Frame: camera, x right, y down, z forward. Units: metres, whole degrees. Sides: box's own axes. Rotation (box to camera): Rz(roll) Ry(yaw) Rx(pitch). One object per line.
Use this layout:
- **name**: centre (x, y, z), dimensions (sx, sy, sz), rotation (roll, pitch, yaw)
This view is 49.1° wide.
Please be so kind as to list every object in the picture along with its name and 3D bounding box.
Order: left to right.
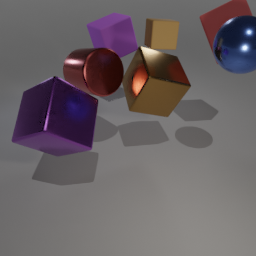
- **cube**: centre (-1.766, -0.202, 6.951), dimensions (1.400, 1.400, 1.400), rotation (-13, 62, 38)
- **cylinder**: centre (-1.075, -1.732, 8.607), dimensions (1.400, 1.400, 1.400), rotation (-21, 24, -32)
- **cube**: centre (-0.635, -3.751, 11.537), dimensions (1.400, 1.400, 1.400), rotation (-30, 37, -16)
- **cube**: centre (0.791, -1.364, 8.507), dimensions (1.400, 1.400, 1.400), rotation (7, 48, -25)
- **cube**: centre (0.875, -2.497, 7.424), dimensions (0.700, 0.700, 0.700), rotation (-2, 26, -12)
- **cube**: centre (3.308, -3.112, 9.127), dimensions (1.400, 1.400, 1.400), rotation (-21, -7, 20)
- **ball**: centre (2.845, -2.059, 6.984), dimensions (1.400, 1.400, 1.400), rotation (0, 30, 0)
